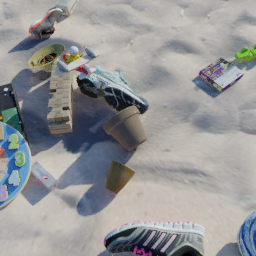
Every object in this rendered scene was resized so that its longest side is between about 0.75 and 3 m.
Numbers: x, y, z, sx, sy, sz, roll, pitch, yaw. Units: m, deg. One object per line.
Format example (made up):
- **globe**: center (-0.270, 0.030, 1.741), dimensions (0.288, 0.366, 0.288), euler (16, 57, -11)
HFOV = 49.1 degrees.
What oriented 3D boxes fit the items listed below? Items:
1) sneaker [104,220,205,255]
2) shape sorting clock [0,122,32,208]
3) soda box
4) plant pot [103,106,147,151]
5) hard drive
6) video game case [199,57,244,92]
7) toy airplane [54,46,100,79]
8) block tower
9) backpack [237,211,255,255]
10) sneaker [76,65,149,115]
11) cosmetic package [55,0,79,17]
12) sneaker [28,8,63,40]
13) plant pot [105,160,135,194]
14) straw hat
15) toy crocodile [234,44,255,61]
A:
- **sneaker**: center (0.743, 3.134, 7.216), dimensions (2.731, 1.007, 1.195), euler (0, 49, -5)
- **shape sorting clock**: center (-4.387, 1.105, 8.461), dimensions (2.816, 0.552, 2.816), euler (2, 73, -6)
- **soda box**: center (-2.631, 1.503, 8.758), dimensions (1.009, 0.320, 0.345), euler (35, 63, 22)
- **plant pot**: center (0.027, 0.094, 9.285), dimensions (1.321, 1.321, 1.152), euler (-32, 81, -20)
- **hard drive**: center (-4.717, -0.231, 9.815), dimensions (1.945, 0.527, 2.784), euler (-20, 58, -13)
- **video game case**: center (3.776, -2.193, 11.334), dimensions (1.354, 0.242, 1.227), euler (-34, 62, -21)
- **toy airplane**: center (-1.657, -2.181, 9.161), dimensions (1.331, 0.944, 1.337), euler (-3, 40, 9)
- **block tower**: center (-2.444, -1.194, 10.338), dimensions (0.820, 0.766, 2.837), euler (-5, 56, -4)
- **backpack**: center (3.957, 3.180, 6.821), dimensions (2.139, 2.016, 2.622), euler (-34, 48, -2)
- **sneaker**: center (-0.423, -1.563, 10.380), dimensions (2.998, 1.163, 1.294), euler (29, 57, 18)
- **cosmetic package**: center (-2.992, -6.186, 13.868), dimensions (0.688, 0.581, 1.331), euler (13, 57, 10)
- **sneaker**: center (-3.620, -4.711, 12.924), dimensions (0.826, 0.778, 2.018), euler (43, 64, -4)
- **plant pot**: center (-0.316, 1.540, 8.525), dimensions (0.793, 0.793, 0.851), euler (24, 76, 16)
- **straw hat**: center (-3.163, -2.669, 11.349), dimensions (1.636, 0.692, 1.636), euler (-12, 44, 12)
- **toy crocodile**: center (5.288, -3.160, 11.902), dimensions (1.631, 0.504, 0.551), euler (-18, 58, -7)
